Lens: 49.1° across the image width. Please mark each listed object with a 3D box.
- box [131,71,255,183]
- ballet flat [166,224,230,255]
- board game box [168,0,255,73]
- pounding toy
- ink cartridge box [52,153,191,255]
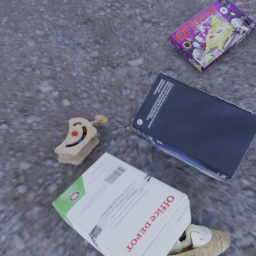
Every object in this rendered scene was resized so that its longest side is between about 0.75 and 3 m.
[{"bbox_3d":[1.655,0.126,6.855,2.406,2.425,1.495,27,85,20],"label":"box"},{"bbox_3d":[1.232,2.631,6.364,2.338,0.763,0.824,-14,20,-11],"label":"ballet flat"},{"bbox_3d":[3.090,-3.475,10.202,2.925,0.472,1.756,-40,74,-16],"label":"board game box"},{"bbox_3d":[-1.405,0.101,7.884,0.996,0.999,1.742,23,52,22],"label":"pounding toy"},{"bbox_3d":[-0.130,1.874,6.256,2.511,1.059,1.834,24,55,38],"label":"ink cartridge box"}]
